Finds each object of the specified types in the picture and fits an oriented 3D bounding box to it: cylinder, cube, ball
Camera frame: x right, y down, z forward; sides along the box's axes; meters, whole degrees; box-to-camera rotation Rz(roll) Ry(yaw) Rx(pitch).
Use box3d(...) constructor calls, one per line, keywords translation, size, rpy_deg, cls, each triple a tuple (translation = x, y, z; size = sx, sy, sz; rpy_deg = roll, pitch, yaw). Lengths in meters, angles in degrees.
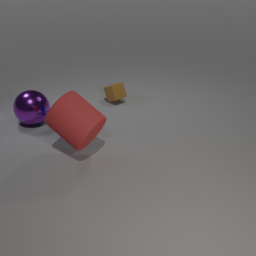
box3d(translation=(-1.644, -0.227, 8.927), size=(1.400, 1.400, 1.400), rpy_deg=(40, 39, 5), cls="cylinder")
box3d(translation=(-0.595, -1.685, 13.084), size=(0.700, 0.700, 0.700), rpy_deg=(-27, 17, -35), cls="cube")
box3d(translation=(-3.833, -0.816, 11.178), size=(1.400, 1.400, 1.400), rpy_deg=(0, 29, 0), cls="ball")
